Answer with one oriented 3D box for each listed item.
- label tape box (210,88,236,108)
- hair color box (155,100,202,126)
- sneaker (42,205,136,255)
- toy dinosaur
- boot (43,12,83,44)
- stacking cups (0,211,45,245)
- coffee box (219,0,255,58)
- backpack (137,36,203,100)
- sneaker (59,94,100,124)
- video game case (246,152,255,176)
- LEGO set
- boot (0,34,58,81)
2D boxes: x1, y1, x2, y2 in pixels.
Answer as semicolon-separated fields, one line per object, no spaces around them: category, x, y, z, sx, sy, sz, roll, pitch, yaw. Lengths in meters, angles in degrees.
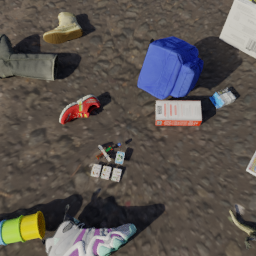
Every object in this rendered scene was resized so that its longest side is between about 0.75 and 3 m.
label tape box;3.787;-1.204;11.231;0.826;0.273;0.591;-22;63;-13
hair color box;1.897;-0.568;10.655;1.690;0.518;0.858;2;67;3
sneaker;-1.269;3.056;8.380;2.706;1.052;1.893;-25;64;-14
toy dinosaur;3.973;3.399;8.529;2.112;0.501;0.931;26;49;14
boot;-3.122;-4.669;12.959;1.790;0.652;1.391;-18;62;-11
stacking cups;-3.978;3.193;8.416;2.768;0.837;0.837;-10;61;-6
coffee box;5.714;-4.740;12.136;2.138;2.142;2.118;38;67;19
backpack;1.738;-2.253;10.731;2.063;1.997;2.458;32;35;11
sneaker;-1.817;-0.638;10.710;1.733;0.667;0.736;-36;72;-18
video game case;4.976;1.302;9.891;1.160;0.151;1.274;31;66;17
LEGO set;-0.661;1.148;9.975;1.026;0.337;1.374;10;72;5
boot;-4.279;-3.014;11.881;2.571;0.933;2.338;-5;73;4
